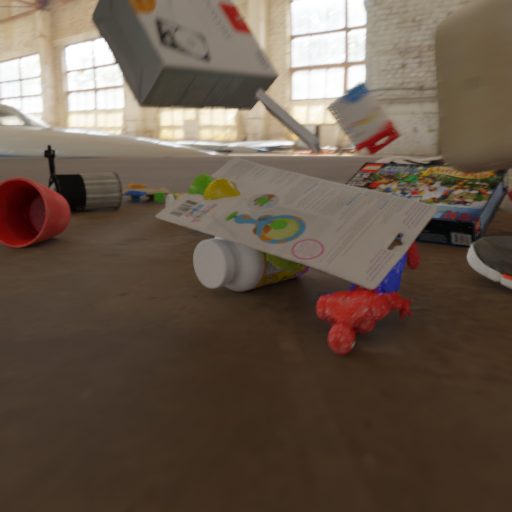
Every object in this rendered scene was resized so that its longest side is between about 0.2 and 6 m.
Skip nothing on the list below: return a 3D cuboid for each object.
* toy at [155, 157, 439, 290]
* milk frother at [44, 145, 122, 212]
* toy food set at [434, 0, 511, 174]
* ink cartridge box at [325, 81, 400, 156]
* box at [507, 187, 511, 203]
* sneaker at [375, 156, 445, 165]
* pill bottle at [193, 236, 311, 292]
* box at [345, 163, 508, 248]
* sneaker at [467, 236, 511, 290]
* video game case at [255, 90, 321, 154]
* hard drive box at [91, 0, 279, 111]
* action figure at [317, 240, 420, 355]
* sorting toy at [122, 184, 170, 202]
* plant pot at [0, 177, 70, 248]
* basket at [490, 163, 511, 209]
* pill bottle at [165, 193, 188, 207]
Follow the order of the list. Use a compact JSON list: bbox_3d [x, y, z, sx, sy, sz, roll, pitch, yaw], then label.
[{"bbox_3d":[0.412,-0.318,6.419,2.787,0.658,1.605,22,46,29],"label":"toy"},{"bbox_3d":[-4.203,-1.863,13.426,1.503,1.598,1.442,-8,11,-34],"label":"milk frother"},{"bbox_3d":[2.468,-1.802,5.801,0.549,1.819,1.305,-7,6,-14],"label":"toy food set"},{"bbox_3d":[2.194,-2.733,11.451,0.820,1.411,0.474,-33,11,37],"label":"ink cartridge box"},{"bbox_3d":[5.104,-0.950,9.590,1.087,1.041,2.181,48,23,5],"label":"box"},{"bbox_3d":[3.932,-1.486,12.551,3.413,1.247,1.910,-16,30,-23],"label":"sneaker"},{"bbox_3d":[-0.005,-0.015,6.827,0.798,0.798,1.531,12,17,43],"label":"pill bottle"},{"bbox_3d":[2.907,-1.026,10.324,2.813,0.530,1.921,9,40,36],"label":"box"},{"bbox_3d":[3.939,-0.117,6.223,3.030,1.241,1.168,10,16,38],"label":"sneaker"},{"bbox_3d":[0.477,-1.809,7.702,0.981,0.123,1.370,42,9,3],"label":"video game case"},{"bbox_3d":[-1.092,-3.322,8.933,2.380,1.855,0.914,-14,-21,-45],"label":"hard drive box"},{"bbox_3d":[1.152,0.377,5.628,0.756,0.598,2.312,0,16,26],"label":"action figure"},{"bbox_3d":[-3.128,-1.705,15.622,1.452,0.351,2.579,1,12,-14],"label":"sorting toy"},{"bbox_3d":[-3.803,-0.724,9.572,1.157,1.157,1.024,2,4,10],"label":"plant pot"},{"bbox_3d":[5.650,-1.964,14.225,1.222,1.549,1.757,11,20,-28],"label":"basket"},{"bbox_3d":[-1.631,-1.215,13.019,0.851,0.480,0.480,-6,14,-31],"label":"pill bottle"}]
